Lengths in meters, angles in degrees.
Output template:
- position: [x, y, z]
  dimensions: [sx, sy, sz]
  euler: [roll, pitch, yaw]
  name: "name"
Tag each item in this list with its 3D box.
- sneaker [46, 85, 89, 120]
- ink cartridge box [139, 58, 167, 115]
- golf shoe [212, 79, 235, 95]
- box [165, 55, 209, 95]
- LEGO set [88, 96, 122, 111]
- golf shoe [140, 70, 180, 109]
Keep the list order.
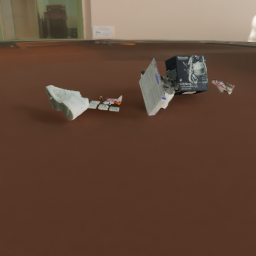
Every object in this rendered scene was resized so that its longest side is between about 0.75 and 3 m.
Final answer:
- position: [-2.108, -0.963, 9.625]
  dimensions: [0.856, 0.751, 2.136]
  euler: [-31, 45, -27]
  name: "sneaker"
- position: [0.860, -1.321, 9.158]
  dimensions: [0.300, 1.361, 1.386]
  euler: [-4, -23, -23]
  name: "ink cartridge box"
- position: [3.502, -1.565, 10.510]
  dimensions: [0.336, 0.427, 0.927]
  euler: [8, 20, -44]
  name: "golf shoe"
- position: [2.459, -2.199, 11.767]
  dimensions: [1.502, 1.477, 0.931]
  euler: [-5, -3, -23]
  name: "box"
- position: [-0.856, -1.013, 10.626]
  dimensions: [1.165, 0.383, 1.559]
  euler: [7, 17, 1]
  name: "LEGO set"
- position: [0.975, -1.503, 10.838]
  dimensions: [1.002, 1.218, 2.578]
  euler: [13, 14, -18]
  name: "golf shoe"
